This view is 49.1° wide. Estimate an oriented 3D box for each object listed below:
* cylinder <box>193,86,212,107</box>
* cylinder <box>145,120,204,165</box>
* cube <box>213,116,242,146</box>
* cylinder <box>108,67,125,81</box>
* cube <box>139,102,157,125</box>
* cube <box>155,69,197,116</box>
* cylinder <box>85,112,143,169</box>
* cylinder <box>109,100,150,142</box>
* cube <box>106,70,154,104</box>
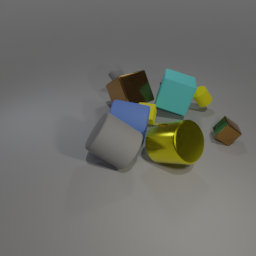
[{"bbox_3d":[3.369,-1.429,12.750,0.700,0.700,0.700,-30,31,20],"label":"cylinder"},{"bbox_3d":[1.529,0.481,9.239,1.400,1.400,1.400,-25,10,-35],"label":"cylinder"},{"bbox_3d":[3.775,0.114,10.714,0.700,0.700,0.700,32,30,-12],"label":"cube"},{"bbox_3d":[-0.558,-2.711,14.570,0.700,0.700,0.700,53,45,-1],"label":"cylinder"},{"bbox_3d":[0.793,-0.601,11.860,0.700,0.700,0.700,8,73,13],"label":"cube"},{"bbox_3d":[2.098,-1.603,12.395,1.400,1.400,1.400,18,29,1],"label":"cube"},{"bbox_3d":[-0.469,0.423,9.258,1.400,1.400,1.400,32,28,-15],"label":"cylinder"},{"bbox_3d":[0.044,-0.275,10.679,1.400,1.400,1.400,11,33,6],"label":"cylinder"},{"bbox_3d":[0.077,-1.613,12.597,1.400,1.400,1.400,-20,2,-29],"label":"cube"}]
